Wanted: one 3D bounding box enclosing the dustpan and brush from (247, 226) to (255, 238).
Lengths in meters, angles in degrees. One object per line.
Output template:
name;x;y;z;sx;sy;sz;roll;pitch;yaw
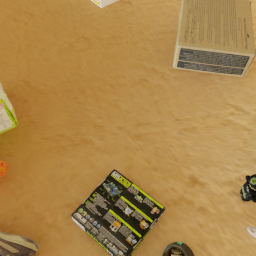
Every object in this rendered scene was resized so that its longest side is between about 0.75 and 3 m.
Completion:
dustpan and brush;3.542;2.553;5.650;2.157;0.617;1.506;30;59;11

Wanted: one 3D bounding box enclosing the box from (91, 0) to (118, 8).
box;-0.619;-5.785;11.035;2.042;1.035;1.149;-34;61;-21

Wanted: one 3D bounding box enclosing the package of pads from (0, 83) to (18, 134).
package of pads;-4.445;-0.257;6.950;2.905;0.991;2.244;-28;43;-18

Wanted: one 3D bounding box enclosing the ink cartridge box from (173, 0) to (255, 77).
ink cartridge box;2.771;-3.092;9.166;2.306;1.051;2.799;10;56;5

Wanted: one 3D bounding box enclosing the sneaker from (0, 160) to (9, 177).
sneaker;-3.791;1.246;6.376;2.240;0.817;0.864;-16;51;3

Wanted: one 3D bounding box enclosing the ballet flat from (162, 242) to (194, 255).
ballet flat;0.676;3.307;4.824;0.917;0.922;2.696;1;54;15

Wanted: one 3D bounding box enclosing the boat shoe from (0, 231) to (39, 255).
boat shoe;-2.672;2.402;5.650;1.676;0.624;0.614;9;56;8

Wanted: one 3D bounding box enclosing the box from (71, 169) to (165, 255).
box;-0.208;1.882;6.169;1.523;0.362;1.470;33;59;22

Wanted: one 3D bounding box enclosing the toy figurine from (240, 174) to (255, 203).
toy figurine;3.338;1.331;6.196;1.307;0.923;1.327;-37;63;-23
